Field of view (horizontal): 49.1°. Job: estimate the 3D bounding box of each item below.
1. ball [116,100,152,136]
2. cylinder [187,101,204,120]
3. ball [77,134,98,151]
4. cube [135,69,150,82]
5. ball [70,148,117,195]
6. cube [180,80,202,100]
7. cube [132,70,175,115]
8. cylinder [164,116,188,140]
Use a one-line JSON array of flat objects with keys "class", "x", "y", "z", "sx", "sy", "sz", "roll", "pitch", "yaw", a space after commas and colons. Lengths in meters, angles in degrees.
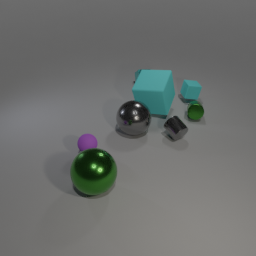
[{"class": "ball", "x": 0.231, "y": -0.400, "z": 11.084, "sx": 1.400, "sy": 1.400, "sz": 1.400, "roll": 0, "pitch": 32, "yaw": 0}, {"class": "cylinder", "x": 2.952, "y": -0.786, "z": 12.254, "sx": 0.700, "sy": 0.700, "sz": 0.700, "roll": 6, "pitch": 19, "yaw": 9}, {"class": "ball", "x": -1.415, "y": 0.544, "z": 9.794, "sx": 0.700, "sy": 0.700, "sz": 0.700, "roll": 0, "pitch": 32, "yaw": 0}, {"class": "cube", "x": 0.819, "y": -2.763, "z": 15.249, "sx": 0.700, "sy": 0.700, "sz": 0.700, "roll": -4, "pitch": -2, "yaw": -16}, {"class": "ball", "x": -1.017, "y": 1.294, "z": 8.371, "sx": 1.400, "sy": 1.400, "sz": 1.400, "roll": 0, "pitch": 32, "yaw": 0}, {"class": "cube", "x": 3.051, "y": -1.864, "z": 13.608, "sx": 0.700, "sy": 0.700, "sz": 0.700, "roll": 3, "pitch": 33, "yaw": -14}, {"class": "cube", "x": 1.166, "y": -1.583, "z": 12.327, "sx": 1.400, "sy": 1.400, "sz": 1.400, "roll": 7, "pitch": 50, "yaw": 24}, {"class": "cylinder", "x": 1.861, "y": -0.001, "z": 10.890, "sx": 0.700, "sy": 0.700, "sz": 0.700, "roll": -20, "pitch": 59, "yaw": -29}]
